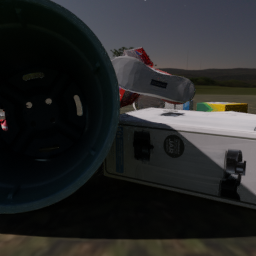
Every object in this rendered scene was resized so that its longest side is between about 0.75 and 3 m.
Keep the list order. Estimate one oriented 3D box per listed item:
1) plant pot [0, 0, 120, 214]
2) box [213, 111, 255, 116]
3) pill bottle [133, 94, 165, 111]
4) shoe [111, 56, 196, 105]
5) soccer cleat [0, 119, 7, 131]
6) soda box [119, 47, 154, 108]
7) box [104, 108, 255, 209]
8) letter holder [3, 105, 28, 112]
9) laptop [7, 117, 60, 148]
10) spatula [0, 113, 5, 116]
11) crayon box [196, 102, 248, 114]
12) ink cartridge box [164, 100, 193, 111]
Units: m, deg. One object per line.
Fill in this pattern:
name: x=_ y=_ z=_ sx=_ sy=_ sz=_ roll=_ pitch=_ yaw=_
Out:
plant pot: x=-1.285 y=-0.249 z=3.697 sx=2.148 sy=2.148 sz=2.103 roll=-1 pitch=0 yaw=-8
box: x=3.283 y=-0.273 z=9.047 sx=1.492 sy=0.376 sz=2.068 roll=-2 pitch=7 yaw=-13
pill bottle: x=0.799 y=-1.064 z=11.756 sx=1.125 sy=1.125 sz=1.967 roll=-1 pitch=7 yaw=-7
shoe: x=0.700 y=-1.381 z=8.725 sx=2.740 sy=0.979 sz=1.246 roll=19 pitch=1 yaw=7
soccer cleat: x=-3.154 y=-0.043 z=7.098 sx=0.399 sy=0.457 sz=1.195 roll=-6 pitch=11 yaw=-37
soda box: x=0.033 y=-1.786 z=10.483 sx=0.798 sy=0.881 sz=2.517 roll=-19 pitch=-21 yaw=-26
box: x=1.143 y=0.264 z=3.515 sx=2.587 sy=0.778 sz=1.509 roll=6 pitch=12 yaw=28
letter holder: x=-5.518 y=-1.083 z=13.869 sx=1.150 sy=0.579 sz=0.818 roll=-6 pitch=12 yaw=-37
laptop: x=-1.860 y=0.045 z=5.589 sx=1.241 sy=0.723 sz=1.400 roll=-5 pitch=10 yaw=-33
spatula: x=-5.232 y=-0.576 z=12.111 sx=1.269 sy=0.102 sz=0.882 roll=-5 pitch=15 yaw=-27
crayon box: x=4.137 y=-0.809 z=12.068 sx=1.307 sy=0.536 sz=2.080 roll=-4 pitch=10 yaw=-26
ink cartridge box: x=2.544 y=-1.155 z=14.261 sx=1.393 sy=0.598 sz=1.020 roll=5 pitch=10 yaw=23
